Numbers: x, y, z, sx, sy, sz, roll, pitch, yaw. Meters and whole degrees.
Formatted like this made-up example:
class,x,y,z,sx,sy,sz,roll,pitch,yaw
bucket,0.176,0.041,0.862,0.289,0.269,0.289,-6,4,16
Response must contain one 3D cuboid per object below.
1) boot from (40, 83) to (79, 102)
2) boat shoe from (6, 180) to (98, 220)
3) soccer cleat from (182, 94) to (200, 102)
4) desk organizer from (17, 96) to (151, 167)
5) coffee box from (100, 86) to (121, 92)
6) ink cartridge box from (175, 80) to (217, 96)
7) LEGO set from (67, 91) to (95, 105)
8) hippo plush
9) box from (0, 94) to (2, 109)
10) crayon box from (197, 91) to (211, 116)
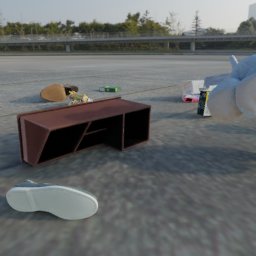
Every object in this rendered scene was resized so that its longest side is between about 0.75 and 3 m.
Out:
class,x,y,z,sx,sy,sz,roll,pitch,yaw
boot,-3.232,-1.570,12.256,1.514,0.728,2.071,7,15,43
boat shoe,-1.001,0.920,3.861,1.342,0.488,0.414,0,19,17
soccer cleat,2.746,-1.184,11.505,1.002,0.342,0.367,4,39,0
desk organizer,-0.776,0.049,5.991,1.064,0.991,2.763,18,24,41
coffee box,-0.909,-1.996,14.357,0.968,0.213,0.595,8,18,26
ink cartridge box,3.023,-1.655,12.028,1.745,0.587,1.022,-3,-5,-11
LEGO set,-1.961,-0.919,10.398,1.698,0.632,0.781,11,-15,48
hippo plush,2.733,-0.287,5.275,2.092,2.112,2.627,-40,12,-17
box,-5.977,-0.875,9.849,2.282,0.568,1.800,7,18,22
crayon box,2.791,-0.805,9.095,1.216,0.772,0.309,-3,15,-35
